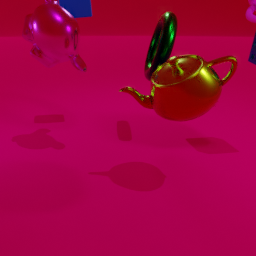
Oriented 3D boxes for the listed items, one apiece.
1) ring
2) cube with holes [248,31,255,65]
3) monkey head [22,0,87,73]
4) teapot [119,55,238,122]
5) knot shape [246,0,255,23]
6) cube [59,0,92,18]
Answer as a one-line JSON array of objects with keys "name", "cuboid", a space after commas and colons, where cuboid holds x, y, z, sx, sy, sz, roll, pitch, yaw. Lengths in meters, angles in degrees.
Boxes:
[{"name": "ring", "cuboid": [0.792, -2.006, 6.995, 0.345, 1.724, 1.724, 14, 19, -8]}, {"name": "cube with holes", "cuboid": [3.207, -1.690, 5.827, 0.847, 0.847, 0.847, -2, 29, -10]}, {"name": "monkey head", "cuboid": [-1.491, -2.055, 6.130, 1.170, 1.941, 1.397, -14, 14, 30]}, {"name": "teapot", "cuboid": [0.830, -0.716, 4.658, 1.942, 0.951, 1.208, -17, 35, 18]}, {"name": "knot shape", "cuboid": [4.423, -4.043, 9.396, 1.367, 1.279, 0.632, -25, -3, -39]}, {"name": "cube", "cuboid": [-1.391, -3.348, 7.251, 0.785, 0.785, 0.785, -8, 37, -8]}]
